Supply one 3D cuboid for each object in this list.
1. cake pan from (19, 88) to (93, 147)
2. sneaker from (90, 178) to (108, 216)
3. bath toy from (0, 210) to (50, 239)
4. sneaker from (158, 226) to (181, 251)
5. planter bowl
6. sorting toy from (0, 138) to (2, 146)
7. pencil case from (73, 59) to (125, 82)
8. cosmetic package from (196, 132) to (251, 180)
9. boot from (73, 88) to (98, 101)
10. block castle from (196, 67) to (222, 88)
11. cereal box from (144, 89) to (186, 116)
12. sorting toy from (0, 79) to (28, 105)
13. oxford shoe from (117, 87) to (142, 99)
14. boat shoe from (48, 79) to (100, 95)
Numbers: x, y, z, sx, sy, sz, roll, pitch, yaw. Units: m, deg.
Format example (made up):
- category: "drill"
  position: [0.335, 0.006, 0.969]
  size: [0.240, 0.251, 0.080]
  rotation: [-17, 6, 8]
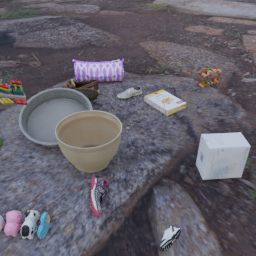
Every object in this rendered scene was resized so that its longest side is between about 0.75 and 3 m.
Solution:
- category: "cake pan"
  position: [-2.780, -0.401, 11.020]
  size: [2.828, 0.519, 2.828]
  rotation: [0, 53, 0]
- category: "sneaker"
  position: [-0.846, 1.954, 8.256]
  size: [0.519, 0.560, 1.389]
  rotation: [-1, 34, -5]
- category: "bath toy"
  position: [-2.969, 2.486, 7.440]
  size: [1.678, 0.620, 0.730]
  rotation: [1, 35, 3]
- category: "sneaker"
  position: [1.020, 2.855, 7.251]
  size: [0.325, 0.299, 0.812]
  rotation: [15, 31, 42]
- category: "planter bowl"
  position: [-1.272, 0.565, 9.465]
  size: [2.158, 1.453, 2.158]
  rotation: [1, 35, 0]
- category: "sorting toy"
  position: [-5.553, 0.561, 10.055]
  size: [1.893, 0.777, 1.137]
  rotation: [-25, 42, -32]
- category: "pencil case"
  position: [-1.506, -3.072, 14.944]
  size: [2.751, 1.176, 1.154]
  rotation: [-3, 34, -4]
- category: "cosmetic package"
  position: [3.036, 0.912, 9.064]
  size: [1.326, 1.322, 0.815]
  rotation: [-4, 34, -5]
- category: "boot"
  position: [-2.449, -0.961, 12.383]
  size: [2.636, 0.985, 1.278]
  rotation: [-13, 55, -17]
- category: "block castle"
  position: [4.229, -2.687, 14.683]
  size: [1.281, 0.856, 0.601]
  rotation: [-18, 45, -23]
- category: "cereal box"
  position: [1.707, -1.212, 12.997]
  size: [1.180, 0.324, 1.640]
  rotation: [-23, 41, -30]
- category: "sorting toy"
  position: [-3.504, -1.163, 8.257]
  size: [0.874, 0.307, 1.812]
  rotation: [4, 26, -32]
- category: "oxford shoe"
  position: [0.087, -1.760, 13.749]
  size: [1.347, 0.389, 0.506]
  rotation: [-17, 41, -20]
- category: "boat shoe"
  position: [-2.680, -1.962, 13.551]
  size: [2.571, 0.925, 0.928]
  rotation: [-4, 35, -6]
